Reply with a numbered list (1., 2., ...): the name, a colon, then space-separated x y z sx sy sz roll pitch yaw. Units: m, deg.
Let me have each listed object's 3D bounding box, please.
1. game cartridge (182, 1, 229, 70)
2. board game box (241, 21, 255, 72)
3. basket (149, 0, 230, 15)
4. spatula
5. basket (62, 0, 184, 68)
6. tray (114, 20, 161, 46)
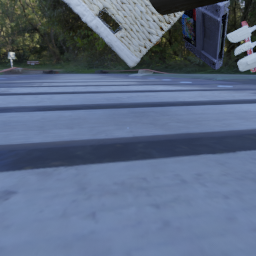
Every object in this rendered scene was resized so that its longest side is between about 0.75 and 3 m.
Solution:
1. game cartridge: 2.205 -2.955 8.278 0.458 2.386 1.547 -39 58 -11
2. board game box: 3.561 -2.352 8.219 0.140 1.440 0.741 -10 6 29
3. basket: 1.292 -2.492 3.478 2.314 2.086 1.573 -12 -1 28
4. spatula: 3.663 -2.343 7.528 1.645 1.144 0.132 -21 1 25
5. basket: -0.131 -3.307 7.660 2.463 1.999 2.485 42 15 -17
6. tray: 0.317 -3.942 10.062 0.400 1.066 2.161 -34 59 -25
